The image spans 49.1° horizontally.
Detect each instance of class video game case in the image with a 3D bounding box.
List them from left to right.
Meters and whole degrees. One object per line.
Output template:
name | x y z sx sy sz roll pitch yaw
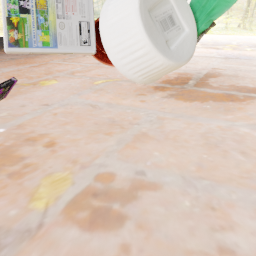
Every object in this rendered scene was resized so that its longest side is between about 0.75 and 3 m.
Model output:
video game case | -2.331 -3.661 8.314 2.634 2.889 0.318 -3 3 -16

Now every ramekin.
ramekin | 0.600 -2.359 6.748 2.377 2.377 1.159 -21 6 -41

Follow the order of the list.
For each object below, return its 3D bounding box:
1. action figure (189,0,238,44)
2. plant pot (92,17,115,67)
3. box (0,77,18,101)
action figure | 1.870 -2.876 7.264 0.627 2.294 1.355 -13 61 -34
plant pot | -0.373 -3.508 10.065 1.880 1.880 1.829 6 50 15
box | -2.708 -0.751 5.916 0.144 0.569 0.795 41 24 -11
